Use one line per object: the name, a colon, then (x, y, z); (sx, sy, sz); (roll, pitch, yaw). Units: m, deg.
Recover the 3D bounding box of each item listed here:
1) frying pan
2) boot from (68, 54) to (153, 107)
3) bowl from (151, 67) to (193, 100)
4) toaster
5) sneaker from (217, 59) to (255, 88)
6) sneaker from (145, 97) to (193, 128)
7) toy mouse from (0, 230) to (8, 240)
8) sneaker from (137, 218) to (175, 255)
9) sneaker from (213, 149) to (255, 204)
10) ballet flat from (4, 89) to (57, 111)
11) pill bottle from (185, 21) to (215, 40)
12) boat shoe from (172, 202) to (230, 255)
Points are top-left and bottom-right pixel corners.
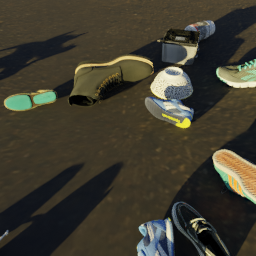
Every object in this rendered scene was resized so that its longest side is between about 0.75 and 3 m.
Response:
frying pan: (2.719, 1.118, 7.074); (1.337, 0.218, 0.809); (-12, 46, -18)
boot: (-0.549, -1.486, 9.633); (2.843, 1.101, 1.967); (-6, 44, 13)
bowl: (1.592, -1.711, 10.003); (1.522, 0.714, 1.522); (-1, 40, 1)
toaster: (2.181, -3.500, 11.884); (1.669, 0.990, 1.509); (10, 41, 12)
sneaker: (4.619, -2.111, 10.073); (2.685, 1.225, 1.042); (8, 41, 10)
sneaker: (1.294, -0.596, 8.754); (1.614, 0.597, 0.664); (28, 59, 17)
toy mouse: (-3.374, 2.907, 4.762); (2.153, 0.469, 2.422); (-7, 41, -8)
sneaker: (0.519, 2.492, 5.175); (0.717, 0.645, 1.744); (-2, 36, 7)
sneaker: (2.686, 1.236, 6.351); (0.670, 0.750, 1.878); (-29, 35, -7)
ballet flat: (-3.197, -0.949, 9.308); (1.673, 0.591, 0.591); (-14, 42, -15)
pill bottle: (3.410, -4.592, 13.290); (1.431, 0.829, 0.829); (-28, 48, -29)
boat shoe: (1.485, 2.084, 5.685); (0.583, 0.525, 1.650); (-19, 44, -21)
